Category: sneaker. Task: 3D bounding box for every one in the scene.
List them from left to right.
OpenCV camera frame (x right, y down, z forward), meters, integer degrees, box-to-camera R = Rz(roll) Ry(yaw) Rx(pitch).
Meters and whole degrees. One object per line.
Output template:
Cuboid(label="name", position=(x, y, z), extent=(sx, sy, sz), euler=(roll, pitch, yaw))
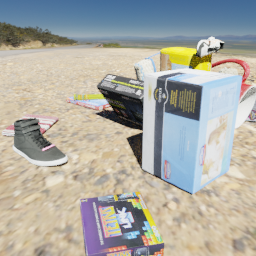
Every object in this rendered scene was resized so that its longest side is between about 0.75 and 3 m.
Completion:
Cuboid(label="sneaker", position=(-2.773, 0.351, 8.528), extent=(2.352, 1.166, 0.832), euler=(16, 24, 34))
Cuboid(label="sneaker", position=(2.679, -2.635, 9.139), extent=(0.537, 0.495, 1.344), euler=(28, 47, 31))

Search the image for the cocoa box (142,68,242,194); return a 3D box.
Cuboid(label="cocoa box", position=(1.606, -0.054, 7.350), extent=(1.816, 2.723, 1.787), euler=(-18, 27, -40))

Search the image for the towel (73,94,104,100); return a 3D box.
Cuboid(label="towel", position=(-1.801, -1.692, 14.756), extent=(2.113, 0.191, 0.909), euler=(-3, 21, -9))

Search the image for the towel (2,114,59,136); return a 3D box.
Cuboid(label="towel", position=(-3.792, -0.076, 11.061), extent=(1.450, 0.229, 2.013), euler=(5, 23, 8))

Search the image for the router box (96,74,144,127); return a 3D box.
Cuboid(label="router box", position=(0.245, -0.967, 10.803), extent=(2.649, 1.985, 0.823), euler=(21, 65, 45))

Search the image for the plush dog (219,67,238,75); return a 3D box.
Cuboid(label="plush dog", position=(4.216, -1.559, 13.489), extent=(2.143, 2.002, 2.496), euler=(-9, -11, 16))

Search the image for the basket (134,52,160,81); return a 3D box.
Cuboid(label="basket", position=(1.584, -3.953, 19.008), extent=(2.208, 1.947, 1.536), euler=(-17, 23, -13))

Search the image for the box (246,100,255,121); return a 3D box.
Cuboid(label="box", position=(5.652, -1.087, 12.279), extent=(1.070, 1.232, 1.865), euler=(6, 21, 19))

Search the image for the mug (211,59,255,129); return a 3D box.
Cuboid(label="mug", position=(3.680, -1.585, 11.462), extent=(2.699, 2.396, 1.801), euler=(31, 4, 36))

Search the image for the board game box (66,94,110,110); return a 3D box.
Cuboid(label="board game box", position=(-1.943, -1.357, 14.448), extent=(2.437, 0.237, 1.255), euler=(17, 25, 38))

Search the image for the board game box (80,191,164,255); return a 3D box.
Cuboid(label="board game box", position=(-0.199, 1.897, 5.386), extent=(1.335, 0.458, 1.615), euler=(-4, 20, -13))

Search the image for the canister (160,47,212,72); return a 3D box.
Cuboid(label="canister", position=(2.116, -1.472, 10.731), extent=(1.272, 2.939, 2.183), euler=(-17, 27, -30))
